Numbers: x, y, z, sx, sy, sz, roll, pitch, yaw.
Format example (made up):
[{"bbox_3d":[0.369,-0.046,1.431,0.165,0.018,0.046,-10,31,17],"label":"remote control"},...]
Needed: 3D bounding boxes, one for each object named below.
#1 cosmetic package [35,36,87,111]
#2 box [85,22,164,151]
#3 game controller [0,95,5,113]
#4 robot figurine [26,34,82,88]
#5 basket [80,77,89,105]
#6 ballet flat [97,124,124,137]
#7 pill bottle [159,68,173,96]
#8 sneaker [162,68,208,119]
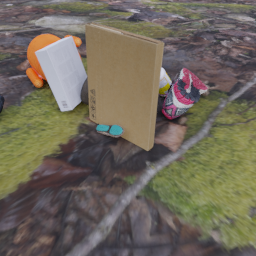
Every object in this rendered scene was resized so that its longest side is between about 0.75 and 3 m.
[{"bbox_3d":[-1.945,-1.727,8.882,0.504,1.950,1.470,-5,28,28],"label":"cosmetic package"},{"bbox_3d":[-0.200,-1.061,7.372,2.373,2.903,0.309,27,40,33],"label":"box"},{"bbox_3d":[-4.494,-0.595,8.584,1.445,0.304,0.754,-9,66,9],"label":"game controller"},{"bbox_3d":[-2.806,-2.571,10.625,2.029,1.645,2.821,-17,35,-28],"label":"robot figurine"},{"bbox_3d":[-0.241,-1.071,8.851,1.888,1.284,1.702,28,61,28],"label":"basket"},{"bbox_3d":[-0.432,0.089,7.834,1.022,0.344,0.348,14,70,41],"label":"ballet flat"},{"bbox_3d":[1.087,-1.648,9.553,0.612,1.174,0.612,-20,47,23],"label":"pill bottle"},{"bbox_3d":[1.805,-1.193,9.239,1.110,1.028,2.753,43,33,5],"label":"sneaker"}]
